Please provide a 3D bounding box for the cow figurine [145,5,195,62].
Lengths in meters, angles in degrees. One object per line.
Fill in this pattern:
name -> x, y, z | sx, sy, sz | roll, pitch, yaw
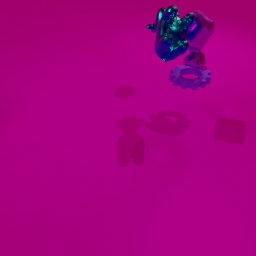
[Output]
cow figurine -> 0.975, -2.310, 6.937 | 0.891, 1.596, 1.622 | 15, 77, -15

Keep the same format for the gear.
gear -> 1.757, -1.468, 7.946 | 1.148, 0.212, 1.148 | -2, 40, 2

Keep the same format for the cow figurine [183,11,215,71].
cow figurine -> 1.896, -2.258, 7.469 | 1.284, 1.304, 0.716 | 49, 35, 5
